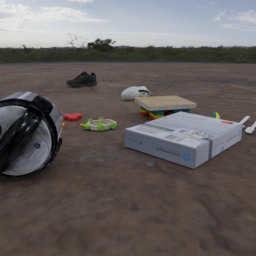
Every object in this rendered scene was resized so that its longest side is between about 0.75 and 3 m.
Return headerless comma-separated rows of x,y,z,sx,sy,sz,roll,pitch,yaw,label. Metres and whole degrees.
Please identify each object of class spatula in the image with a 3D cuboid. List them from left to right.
4.516,-0.071,9.901,1.334,0.154,1.919,11,22,35,spatula

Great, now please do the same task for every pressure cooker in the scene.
-2.462,0.152,6.377,1.818,1.790,2.035,-6,14,-7,pressure cooker

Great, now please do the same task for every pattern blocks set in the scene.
-3.362,-0.246,10.386,2.563,0.236,2.916,6,18,19,pattern blocks set

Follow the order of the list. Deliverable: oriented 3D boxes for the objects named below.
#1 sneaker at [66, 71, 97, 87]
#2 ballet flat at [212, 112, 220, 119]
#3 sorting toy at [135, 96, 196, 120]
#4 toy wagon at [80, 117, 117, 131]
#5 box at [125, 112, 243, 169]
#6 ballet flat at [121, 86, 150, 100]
-3.253,-3.428,19.633,2.272,1.031,0.863,-13,22,-33,sneaker
3.365,-0.362,10.617,0.266,0.265,0.795,26,27,2,ballet flat
1.454,-0.803,11.456,1.952,0.679,1.940,-4,17,-14,sorting toy
-1.074,-0.111,9.913,1.292,0.256,1.002,-11,19,-29,toy wagon
1.703,0.192,8.291,2.281,0.602,2.925,15,23,39,box
0.503,-1.859,15.174,0.736,0.736,2.121,13,20,36,ballet flat
